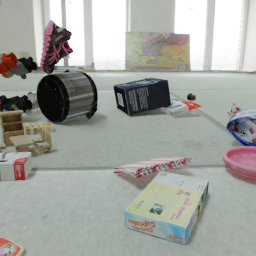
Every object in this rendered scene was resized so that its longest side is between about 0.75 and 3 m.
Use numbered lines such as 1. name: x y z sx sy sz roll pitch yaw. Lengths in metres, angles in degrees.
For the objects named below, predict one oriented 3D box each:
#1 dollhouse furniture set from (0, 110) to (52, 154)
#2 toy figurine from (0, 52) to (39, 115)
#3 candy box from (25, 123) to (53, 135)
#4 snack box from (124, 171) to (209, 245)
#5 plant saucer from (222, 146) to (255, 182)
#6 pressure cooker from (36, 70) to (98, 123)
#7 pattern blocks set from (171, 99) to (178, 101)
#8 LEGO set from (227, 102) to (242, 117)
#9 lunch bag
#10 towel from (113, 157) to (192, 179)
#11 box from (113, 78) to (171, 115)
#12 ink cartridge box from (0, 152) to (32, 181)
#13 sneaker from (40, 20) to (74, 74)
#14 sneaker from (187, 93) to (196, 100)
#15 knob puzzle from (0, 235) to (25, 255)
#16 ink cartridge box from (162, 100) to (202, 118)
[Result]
1. dollhouse furniture set: -3.222 0.152 8.180 1.487 1.053 1.619 -10 18 -32
2. toy figurine: -5.165 -1.817 12.400 1.956 2.812 2.768 -15 10 9
3. candy box: -3.231 0.018 10.185 0.960 0.265 0.554 -4 17 -18
4. snack box: 0.785 1.341 5.128 1.044 0.333 1.796 7 17 25
5. plant saucer: 3.107 0.881 6.705 1.636 0.415 1.636 -1 15 0
6. pressure cooker: -2.400 -1.363 11.950 2.071 2.039 2.318 16 25 37
7. pattern blocks set: 1.768 -1.467 15.865 2.315 0.188 2.035 -10 18 -33
8. LEGO set: 4.932 -0.720 12.125 0.852 0.689 1.851 -4 16 -16
9. lunch bag: 4.086 0.001 8.666 1.820 1.127 1.547 17 21 25
10. towel: 0.564 0.907 6.565 1.555 0.233 1.138 -8 -1 -28
11. box: 0.634 -1.610 13.656 2.166 1.272 2.130 -14 17 -14
12. ink cartridge box: -2.874 0.896 6.597 1.038 0.434 0.749 -2 15 -7
13. sneaker: -2.572 -2.763 10.240 1.082 2.269 0.897 15 52 -13
14. sneaker: 3.820 -1.923 17.318 0.443 0.370 0.975 -12 13 -9
15. knob puzzle: -2.041 1.770 3.847 1.285 0.178 1.285 0 15 0
16. ink cartridge box: 2.477 -1.043 13.142 1.399 0.355 1.588 -24 19 -6
